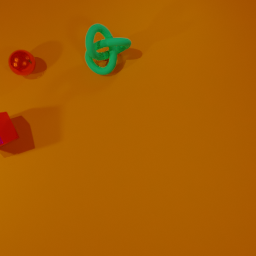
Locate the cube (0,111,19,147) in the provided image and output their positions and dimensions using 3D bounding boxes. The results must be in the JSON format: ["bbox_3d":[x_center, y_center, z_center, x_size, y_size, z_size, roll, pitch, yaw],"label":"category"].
[{"bbox_3d":[-3.925,0.140,8.115,0.907,0.907,0.907,-23,95,10],"label":"cube"}]

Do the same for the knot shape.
[{"bbox_3d":[-0.608,-2.488,8.781,1.488,1.590,0.735,-17,51,-12],"label":"knot shape"}]

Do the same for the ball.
[{"bbox_3d":[-3.367,-2.072,8.912,0.826,0.826,0.826,0,76,0],"label":"ball"}]
